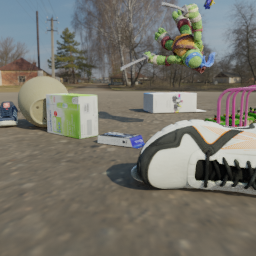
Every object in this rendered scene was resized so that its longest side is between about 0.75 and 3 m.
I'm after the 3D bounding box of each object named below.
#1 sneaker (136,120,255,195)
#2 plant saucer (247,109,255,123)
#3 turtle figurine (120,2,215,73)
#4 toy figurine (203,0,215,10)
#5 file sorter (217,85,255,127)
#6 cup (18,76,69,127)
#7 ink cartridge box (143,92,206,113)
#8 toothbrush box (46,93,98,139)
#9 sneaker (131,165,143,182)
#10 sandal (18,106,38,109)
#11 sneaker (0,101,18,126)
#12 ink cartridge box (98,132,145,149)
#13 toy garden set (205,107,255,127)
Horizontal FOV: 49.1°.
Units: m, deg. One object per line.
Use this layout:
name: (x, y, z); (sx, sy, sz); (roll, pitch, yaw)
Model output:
sneaker: (1.388, 0.424, 3.754); (2.542, 0.937, 1.017); (-7, 24, -6)
plant saucer: (5.800, -0.471, 10.782); (2.761, 0.429, 2.761); (-1, 9, 0)
turtle figurine: (1.275, -2.960, 8.684); (2.788, 2.006, 2.703); (7, 34, -5)
toy figurine: (2.332, -3.842, 8.156); (0.618, 0.702, 1.173); (20, 56, 7)
file sorter: (2.735, -0.089, 5.273); (1.576, 1.422, 2.268); (6, 11, 34)
cup: (-2.670, -0.703, 8.981); (1.692, 1.692, 1.210); (-3, 22, -17)
ink cartridge box: (2.374, -1.323, 14.309); (2.865, 0.972, 1.650); (-2, 9, -14)
toothbrush box: (-1.604, -0.382, 7.934); (1.578, 1.149, 0.679); (10, 13, 43)
sneaker: (0.362, 0.663, 4.356); (0.870, 0.306, 0.349); (-4, -6, -40)
sandal: (-4.853, -0.968, 14.429); (1.512, 0.324, 0.575); (5, 12, -34)
sneaker: (-4.274, -0.525, 9.881); (0.720, 0.812, 1.921); (-3, 10, -20)
ink cartridge box: (-0.111, 0.281, 6.770); (1.164, 0.228, 0.579); (6, 10, 30)
toy garden set: (3.872, -0.357, 9.479); (1.927, 0.385, 1.606); (-9, 15, -14)
